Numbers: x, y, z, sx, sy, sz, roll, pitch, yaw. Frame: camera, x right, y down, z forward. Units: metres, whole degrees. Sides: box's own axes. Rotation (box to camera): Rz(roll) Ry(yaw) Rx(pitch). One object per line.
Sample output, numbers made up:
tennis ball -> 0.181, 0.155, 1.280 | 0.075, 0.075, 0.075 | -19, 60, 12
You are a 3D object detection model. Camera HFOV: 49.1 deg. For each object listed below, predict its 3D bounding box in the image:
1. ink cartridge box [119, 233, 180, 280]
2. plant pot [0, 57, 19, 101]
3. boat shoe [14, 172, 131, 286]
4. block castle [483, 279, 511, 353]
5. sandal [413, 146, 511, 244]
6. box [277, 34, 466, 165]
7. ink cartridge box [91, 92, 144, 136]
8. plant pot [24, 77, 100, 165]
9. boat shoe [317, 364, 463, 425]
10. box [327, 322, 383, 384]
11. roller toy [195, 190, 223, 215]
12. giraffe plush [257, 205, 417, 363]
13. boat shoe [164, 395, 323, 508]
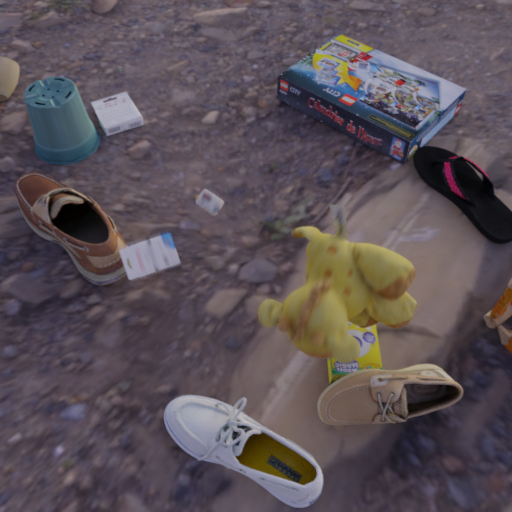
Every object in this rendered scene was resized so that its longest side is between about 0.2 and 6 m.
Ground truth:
ink cartridge box -> -1.897, 0.021, 9.786 | 0.970, 0.329, 0.563 | -20, 95, -28
plant pot -> -6.169, -4.100, 13.181 | 1.163, 1.163, 0.781 | -7, 87, -5
boat shoe -> -3.474, -0.786, 10.456 | 3.184, 1.143, 1.206 | 35, 60, 24
block castle -> 4.889, 1.156, 8.732 | 1.062, 1.513, 2.264 | -30, 59, -23
sandal -> 4.278, -1.432, 11.265 | 1.048, 0.629, 2.791 | -25, 56, -14
box -> 2.625, -3.773, 13.059 | 3.595, 0.678, 2.456 | 35, 60, 24
ink cartridge box -> -3.233, -3.299, 12.990 | 0.906, 0.282, 1.126 | -22, 51, -16
plant pot -> -4.206, -2.929, 11.964 | 1.433, 1.403, 1.433 | 0, 53, 0
boat shoe -> 1.983, 2.093, 8.327 | 2.153, 0.767, 0.695 | -12, 9, -11
box -> 1.568, 1.561, 9.098 | 0.835, 0.344, 1.424 | 2, 51, -3
roller toy -> -0.839, -0.941, 9.964 | 0.479, 0.437, 0.335 | 34, 90, -20
giraffe plush -> 1.108, 0.704, 8.104 | 1.952, 2.262, 1.835 | 0, 45, 41
boat shoe -> -0.230, 2.598, 7.871 | 2.559, 1.091, 0.945 | 27, 57, 19
